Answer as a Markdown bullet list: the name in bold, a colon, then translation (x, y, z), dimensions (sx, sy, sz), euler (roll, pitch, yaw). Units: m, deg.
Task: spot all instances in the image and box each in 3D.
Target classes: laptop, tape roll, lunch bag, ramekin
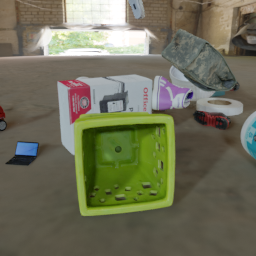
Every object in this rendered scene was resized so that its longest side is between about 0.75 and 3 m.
- **laptop**: translation (-3.147, 0.751, 8.364), dimensions (0.719, 0.419, 0.811), euler (2, 19, 8)
- **tape roll**: translation (4.454, -1.065, 13.681), dimensions (2.189, 0.400, 2.189), euler (0, 18, 0)
- **lunch bag**: translation (2.683, -2.298, 10.312), dimensions (2.365, 1.390, 1.939), euler (28, 17, -33)
- **ramekin**: translation (3.764, -2.704, 15.775), dimensions (2.752, 1.445, 2.752), euler (-8, 38, 6)

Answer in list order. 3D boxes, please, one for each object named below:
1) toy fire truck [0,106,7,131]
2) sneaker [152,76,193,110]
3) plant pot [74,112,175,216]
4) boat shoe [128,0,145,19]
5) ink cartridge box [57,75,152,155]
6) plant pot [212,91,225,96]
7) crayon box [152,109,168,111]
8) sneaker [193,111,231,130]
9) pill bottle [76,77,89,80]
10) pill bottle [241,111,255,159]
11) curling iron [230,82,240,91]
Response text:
- **toy fire truck**: translation (-5.606, -0.716, 10.367), dimensions (1.208, 1.878, 1.653), euler (11, 22, 28)
- **sneaker**: translation (1.365, -1.054, 8.590), dimensions (1.196, 0.760, 2.097), euler (0, 28, 7)
- **plant pot**: translation (-0.182, 0.607, 6.475), dimensions (2.038, 2.048, 1.859), euler (-3, 12, -10)
- **boat shoe**: translation (0.261, -3.459, 7.783), dimensions (0.316, 0.892, 0.312), euler (-21, -3, 42)
- **ink cartridge box**: translation (-0.683, -0.546, 9.396), dimensions (2.979, 2.163, 1.242), euler (-11, 21, -28)
- **plant pot**: translation (5.107, -2.330, 16.816), dimensions (1.175, 0.830, 0.831), euler (-18, 25, -26)
- **crayon box**: translation (1.683, -1.162, 14.073), dimensions (0.785, 0.314, 1.236), euler (6, 20, 21)
- **sneaker**: translation (3.449, -0.375, 11.411), dimensions (0.787, 0.569, 1.611), euler (-18, 28, -41)
- **pill bottle**: translation (-2.333, -2.040, 15.067), dimensions (1.350, 1.350, 2.361), euler (-5, 19, -15)
- **pill bottle**: translation (4.234, 0.566, 7.035), dimensions (1.622, 1.622, 2.928), euler (-2, 19, -6)
- **curling iron**: translation (6.363, -2.894, 18.908), dimensions (0.339, 0.658, 2.655), euler (37, -11, -36)
